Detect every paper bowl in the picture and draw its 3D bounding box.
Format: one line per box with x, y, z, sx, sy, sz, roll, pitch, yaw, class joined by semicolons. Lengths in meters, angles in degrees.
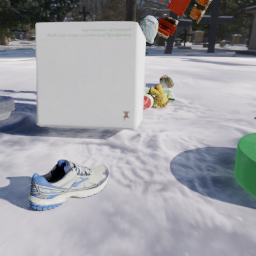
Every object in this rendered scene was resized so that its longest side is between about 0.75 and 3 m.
-4.491;-0.652;9.422;1.289;0.670;1.289;0;18;0;paper bowl

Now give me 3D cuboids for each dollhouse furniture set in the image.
1.688;-4.164;9.764;1.861;1.841;0.959;29;46;-1;dollhouse furniture set

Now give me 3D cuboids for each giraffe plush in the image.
1.243;-1.124;11.059;1.005;0.867;0.815;32;21;-18;giraffe plush

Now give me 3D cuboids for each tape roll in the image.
3.381;0.737;5.105;2.674;0.643;2.674;-1;18;0;tape roll

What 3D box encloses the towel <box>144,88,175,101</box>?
1.286;-1.592;13.091;1.670;0.256;2.189;2;18;4;towel

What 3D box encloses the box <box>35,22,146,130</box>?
-0.930;-1.424;8.052;2.708;2.722;2.331;3;9;8;box

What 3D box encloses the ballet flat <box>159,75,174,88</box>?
2.123;-2.552;15.763;0.646;0.698;1.980;-25;13;7;ballet flat

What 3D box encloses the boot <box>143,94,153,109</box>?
-0.195;-1.041;10.696;1.955;0.708;1.410;14;24;29;boot

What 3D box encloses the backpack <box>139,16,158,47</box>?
0.646;-3.164;9.103;0.748;0.896;0.567;20;32;-6;backpack

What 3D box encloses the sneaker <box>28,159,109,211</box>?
-0.931;0.839;4.764;1.535;0.654;0.592;-16;23;-42;sneaker
